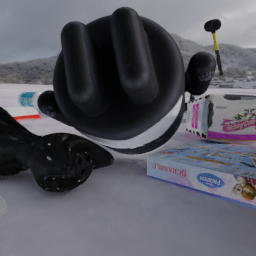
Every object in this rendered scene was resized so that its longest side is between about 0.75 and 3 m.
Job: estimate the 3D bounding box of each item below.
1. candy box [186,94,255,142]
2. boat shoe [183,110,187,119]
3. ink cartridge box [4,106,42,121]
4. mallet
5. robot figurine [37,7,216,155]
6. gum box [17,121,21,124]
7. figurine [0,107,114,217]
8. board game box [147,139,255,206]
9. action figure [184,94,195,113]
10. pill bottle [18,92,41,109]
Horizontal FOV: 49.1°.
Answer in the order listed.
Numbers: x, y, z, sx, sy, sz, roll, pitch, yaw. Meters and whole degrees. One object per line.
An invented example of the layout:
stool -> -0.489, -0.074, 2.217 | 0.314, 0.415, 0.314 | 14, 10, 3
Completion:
candy box -> 2.170, -0.176, 5.536 | 1.716, 0.768, 2.517 | 3, 2, 5
boat shoe -> 2.815, -0.595, 8.949 | 2.158, 0.765, 0.778 | -2, 10, -10
ink cartridge box -> -3.701, -0.503, 9.612 | 1.246, 0.368, 1.557 | -9, 12, -43
mallet -> 2.977, -2.745, 9.583 | 0.390, 1.896, 0.625 | -18, 24, -6
robot figurine -> -0.019, -0.536, 4.184 | 2.095, 1.740, 2.789 | 26, -6, 16
gum box -> -2.899, 0.112, 5.936 | 1.178, 0.389, 0.668 | -3, 10, -17
figurine -> -1.748, 0.377, 2.887 | 2.439, 1.076, 2.499 | 9, 14, 26
board game box -> 1.333, 0.502, 3.863 | 1.547, 0.318, 1.544 | 9, 13, 43
action figure -> 1.028, -1.044, 10.000 | 2.652, 1.353, 1.576 | 8, 13, 22
pill bottle -> -4.313, -1.274, 12.876 | 1.394, 0.772, 0.772 | 5, 11, 29
